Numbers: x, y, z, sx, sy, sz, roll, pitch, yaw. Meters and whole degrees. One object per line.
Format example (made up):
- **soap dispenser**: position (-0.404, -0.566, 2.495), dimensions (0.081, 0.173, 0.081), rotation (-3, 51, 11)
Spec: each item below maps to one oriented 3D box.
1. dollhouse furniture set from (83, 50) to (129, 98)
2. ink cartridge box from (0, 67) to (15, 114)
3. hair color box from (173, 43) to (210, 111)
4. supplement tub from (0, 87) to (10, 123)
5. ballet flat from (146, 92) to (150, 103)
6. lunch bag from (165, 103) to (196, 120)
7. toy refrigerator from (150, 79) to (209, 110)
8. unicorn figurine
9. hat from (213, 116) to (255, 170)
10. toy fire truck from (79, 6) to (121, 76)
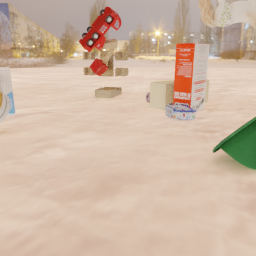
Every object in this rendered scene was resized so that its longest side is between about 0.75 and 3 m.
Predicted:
- **dollhouse furniture set**: position (-1.033, -2.855, 14.707), dimensions (2.176, 2.369, 1.542), rotation (4, 15, 15)
- **ink cartridge box**: position (-5.730, -1.361, 10.489), dimensions (2.611, 1.678, 1.635), rotation (-8, 18, -23)
- **hair color box**: position (2.439, -1.938, 10.863), dimensions (0.824, 2.578, 1.430), rotation (11, 18, 34)
- **supplement tub**: position (-4.458, -0.872, 7.931), dimensions (1.436, 1.436, 1.986), rotation (3, -15, 12)
- **ballet flat**: position (1.741, -1.545, 13.263), dimensions (0.789, 0.767, 2.217), rotation (32, 35, 29)
- **lunch bag**: position (1.882, -0.588, 10.020), dimensions (0.919, 0.433, 1.147), rotation (-2, 17, -12)
- **toy refrigerator**: position (2.270, -1.542, 12.288), dimensions (2.874, 1.091, 1.006), rotation (-12, 19, -37)
- **unicorn figurine**: position (2.822, -2.976, 6.864), dimensions (2.254, 1.548, 0.833), rotation (-15, -9, 10)
- **hat**: position (2.735, 0.658, 5.515), dimensions (1.827, 1.514, 1.608), rotation (-21, 68, -38)
- **toy fire truck**: position (-0.984, -3.403, 11.253), dimensions (1.729, 2.452, 0.598), rotation (21, 28, -53)
